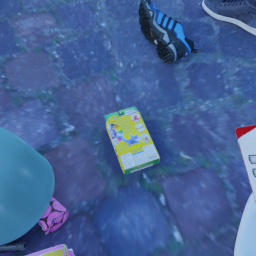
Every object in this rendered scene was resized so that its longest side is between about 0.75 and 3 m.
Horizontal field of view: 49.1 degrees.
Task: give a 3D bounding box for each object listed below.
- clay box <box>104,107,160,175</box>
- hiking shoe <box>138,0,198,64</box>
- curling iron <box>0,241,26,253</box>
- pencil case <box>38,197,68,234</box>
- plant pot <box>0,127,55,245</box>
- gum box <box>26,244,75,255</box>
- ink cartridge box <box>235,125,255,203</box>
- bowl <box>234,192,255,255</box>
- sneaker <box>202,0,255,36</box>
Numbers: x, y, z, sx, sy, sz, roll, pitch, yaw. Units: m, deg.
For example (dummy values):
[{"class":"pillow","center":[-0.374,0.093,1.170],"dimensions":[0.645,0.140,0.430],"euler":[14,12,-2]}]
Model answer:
[{"class":"clay box","center":[0.058,0.267,6.858],"dimensions":[0.901,0.373,1.568],"euler":[-17,61,-10]},{"class":"hiking shoe","center":[1.114,-3.015,8.601],"dimensions":[1.036,0.889,2.389],"euler":[-20,72,-17]},{"class":"curling iron","center":[-3.377,2.495,5.507],"dimensions":[2.677,0.342,0.664],"euler":[-3,19,-6]},{"class":"pencil case","center":[-1.920,1.612,5.962],"dimensions":[1.314,0.596,0.615],"euler":[35,67,21]},{"class":"plant pot","center":[-2.812,0.920,5.418],"dimensions":[2.183,1.752,2.183],"euler":[-8,52,10]},{"class":"gum box","center":[-2.012,3.134,4.902],"dimensions":[2.456,0.812,1.394],"euler":[-15,61,-9]},{"class":"ink cartridge box","center":[2.015,0.881,3.052],"dimensions":[0.819,1.715,1.954],"euler":[-21,95,-39]},{"class":"bowl","center":[3.032,2.284,5.501],"dimensions":[1.785,0.666,1.782],"euler":[22,62,14]},{"class":"sneaker","center":[3.543,-4.086,8.683],"dimensions":[2.378,1.718,0.904],"euler":[32,66,19]}]
